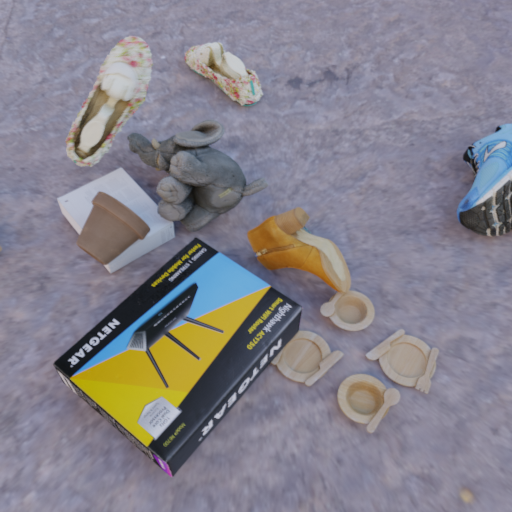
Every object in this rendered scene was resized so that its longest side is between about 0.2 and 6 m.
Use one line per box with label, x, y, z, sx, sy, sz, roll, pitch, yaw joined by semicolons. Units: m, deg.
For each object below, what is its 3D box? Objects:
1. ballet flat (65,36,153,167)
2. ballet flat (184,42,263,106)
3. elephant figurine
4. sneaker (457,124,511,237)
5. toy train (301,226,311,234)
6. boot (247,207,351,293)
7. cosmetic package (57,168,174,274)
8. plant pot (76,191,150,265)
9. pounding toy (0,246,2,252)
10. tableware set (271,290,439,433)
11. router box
ballet flat;-2.809;-2.890;10.814;1.049;2.773;0.886;26;14;-16
ballet flat;-0.807;-4.707;13.786;1.047;0.885;2.768;-36;60;-22
elephant figurine;-1.279;-1.897;11.179;1.988;1.813;2.563;25;31;-32
sneaker;4.886;-1.637;11.475;1.528;1.332;3.397;19;49;38
toy train;0.814;-0.306;10.666;0.541;0.405;0.950;-38;60;-4
boot;0.748;0.056;10.119;1.842;1.319;0.648;54;43;-9
cosmetic package;-2.749;-0.744;10.984;1.464;0.502;1.942;-31;59;-25
plant pot;-2.615;-0.417;9.864;1.144;1.144;0.998;31;77;22
pounding toy;-5.716;-0.529;10.561;1.797;0.936;2.046;25;57;18
tableware set;1.652;1.649;9.312;2.502;0.290;2.090;35;60;24
router box;-1.138;1.423;8.929;2.383;0.816;3.195;32;59;21
